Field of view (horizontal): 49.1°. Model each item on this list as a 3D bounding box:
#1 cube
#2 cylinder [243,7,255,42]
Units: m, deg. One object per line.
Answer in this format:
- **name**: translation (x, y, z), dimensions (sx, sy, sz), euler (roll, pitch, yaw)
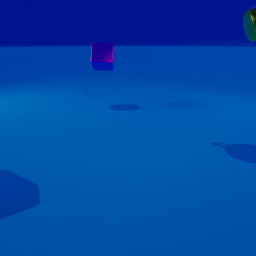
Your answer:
- **cube**: translation (-0.894, -2.559, 10.088), dimensions (0.759, 0.759, 0.759), euler (2, -10, 1)
- **cylinder**: translation (3.792, -2.954, 7.781), dimensions (0.875, 0.875, 0.875), euler (-14, 16, 9)
